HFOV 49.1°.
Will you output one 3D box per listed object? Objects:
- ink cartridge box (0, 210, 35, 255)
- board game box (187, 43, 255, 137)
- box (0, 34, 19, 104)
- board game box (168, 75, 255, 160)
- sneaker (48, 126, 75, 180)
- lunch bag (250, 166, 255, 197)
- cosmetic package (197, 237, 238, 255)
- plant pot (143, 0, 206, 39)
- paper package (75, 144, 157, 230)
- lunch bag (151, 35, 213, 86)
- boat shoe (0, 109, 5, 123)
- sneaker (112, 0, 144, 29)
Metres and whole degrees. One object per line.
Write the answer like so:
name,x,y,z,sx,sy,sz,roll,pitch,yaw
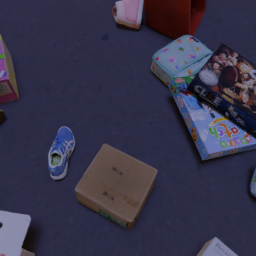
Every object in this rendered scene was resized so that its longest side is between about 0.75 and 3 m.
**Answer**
ink cartridge box,-2.909,3.087,5.301,1.660,0.978,2.883,8,60,5
board game box,3.233,-0.877,7.445,2.890,0.500,1.958,36,55,7
box,-4.277,-1.604,8.159,1.675,0.921,1.905,-16,60,-10
board game box,2.325,-0.412,7.490,1.779,0.430,2.351,-9,63,-20
sneaker,-1.678,0.558,7.078,0.549,0.558,1.449,-1,58,2
lunch bag,3.391,1.224,6.185,0.541,1.313,1.056,15,89,-23
cosmetic package,1.426,3.285,5.331,1.052,0.739,2.074,38,65,20
plant pot,1.536,-4.271,9.319,1.690,1.916,1.918,17,60,21
paper package,-0.262,1.332,6.487,1.492,0.772,1.422,25,62,14
lunch bag,1.727,-2.005,8.542,1.779,0.686,1.427,-34,65,-18
boat shoe,-4.093,-0.051,7.422,1.648,0.593,0.557,-40,69,-18
sneaker,0.023,-4.428,9.945,1.053,0.758,2.014,8,63,-1
